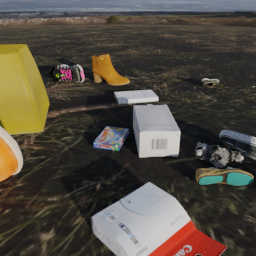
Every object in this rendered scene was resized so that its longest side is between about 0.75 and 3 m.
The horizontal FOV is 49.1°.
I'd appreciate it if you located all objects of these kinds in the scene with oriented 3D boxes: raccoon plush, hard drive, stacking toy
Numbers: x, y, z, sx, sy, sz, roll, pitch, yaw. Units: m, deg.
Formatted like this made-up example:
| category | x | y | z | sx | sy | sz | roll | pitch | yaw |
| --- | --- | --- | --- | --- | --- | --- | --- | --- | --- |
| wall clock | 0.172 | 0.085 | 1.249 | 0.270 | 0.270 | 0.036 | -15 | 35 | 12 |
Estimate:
| category | x | y | z | sx | sy | sz | roll | pitch | yaw |
| --- | --- | --- | --- | --- | --- | --- | --- | --- | --- |
| raccoon plush | 2.452 | 0.784 | 7.817 | 1.233 | 0.597 | 0.826 | 21 | 3 | -23 |
| hard drive | 0.337 | -1.394 | 12.465 | 1.755 | 0.234 | 1.158 | -5 | 26 | -11 |
| stacking toy | -3.789 | 1.087 | 5.912 | 1.971 | 1.971 | 2.698 | 11 | 43 | 21 |

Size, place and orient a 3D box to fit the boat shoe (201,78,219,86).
| category | x | y | z | sx | sy | sz | roll | pitch | yaw |
| --- | --- | --- | --- | --- | --- | --- | --- | --- | --- |
| boat shoe | 4.199 | -2.275 | 14.237 | 1.078 | 0.325 | 0.384 | 0 | -22 | -25 |

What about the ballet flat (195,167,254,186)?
| category | x | y | z | sx | sy | sz | roll | pitch | yaw |
| --- | --- | --- | --- | --- | --- | --- | --- | --- | --- |
| ballet flat | 2.331 | 1.123 | 6.834 | 1.370 | 0.470 | 0.432 | 1 | 34 | 0 |

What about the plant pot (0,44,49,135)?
| category | x | y | z | sx | sy | sz | roll | pitch | yaw |
| --- | --- | --- | --- | --- | --- | --- | --- | --- | --- |
| plant pot | -4.560 | -1.506 | 9.963 | 2.934 | 2.588 | 2.934 | -5 | 26 | -9 |

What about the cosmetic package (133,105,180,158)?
| category | x | y | z | sx | sy | sz | roll | pitch | yaw |
| --- | --- | --- | --- | --- | --- | --- | --- | --- | --- |
| cosmetic package | 0.813 | 0.014 | 8.778 | 1.209 | 0.869 | 2.143 | -1 | 24 | -2 |

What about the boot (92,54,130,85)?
| category | x | y | z | sx | sy | sz | roll | pitch | yaw |
| --- | --- | --- | --- | --- | --- | --- | --- | --- | --- |
| boot | -0.921 | -3.043 | 14.475 | 2.080 | 1.489 | 0.732 | 8 | 27 | 16 |

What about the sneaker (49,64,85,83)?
| category | x | y | z | sx | sy | sz | roll | pitch | yaw |
| --- | --- | --- | --- | --- | --- | --- | --- | --- | --- |
| sneaker | -3.287 | -2.806 | 14.673 | 1.126 | 0.950 | 2.575 | -23 | 30 | -38 |

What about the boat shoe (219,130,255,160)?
| category | x | y | z | sx | sy | sz | roll | pitch | yaw |
| --- | --- | --- | --- | --- | --- | --- | --- | --- | --- |
| boat shoe | 3.086 | 0.475 | 7.982 | 0.663 | 0.652 | 1.839 | 21 | 1 | -8 |

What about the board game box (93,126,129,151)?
| category | x | y | z | sx | sy | sz | roll | pitch | yaw |
| --- | --- | --- | --- | --- | --- | --- | --- | --- | --- |
| board game box | -0.505 | 0.312 | 8.892 | 0.808 | 0.206 | 1.193 | 6 | 26 | 13 |

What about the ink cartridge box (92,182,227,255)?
| category | x | y | z | sx | sy | sz | roll | pitch | yaw |
| --- | --- | --- | --- | --- | --- | --- | --- | --- | --- |
| ink cartridge box | 0.550 | 1.919 | 5.193 | 1.608 | 0.475 | 2.009 | -21 | 31 | -38 |
